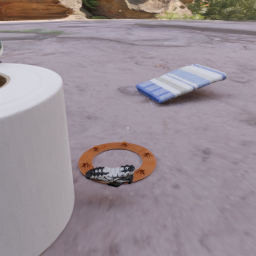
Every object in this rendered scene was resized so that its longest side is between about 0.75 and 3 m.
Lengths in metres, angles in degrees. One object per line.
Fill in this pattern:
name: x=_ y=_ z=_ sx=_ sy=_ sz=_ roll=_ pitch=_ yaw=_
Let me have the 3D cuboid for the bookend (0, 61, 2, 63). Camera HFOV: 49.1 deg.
bookend: x=-4.303 y=-1.110 z=7.477 sx=0.747 sy=1.612 sz=1.622 roll=45 pitch=23 yaw=-10

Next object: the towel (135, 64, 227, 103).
towel: x=1.774 y=-1.552 z=9.599 sx=2.625 sy=0.313 sz=1.928 roll=-22 pitch=29 yaw=-16

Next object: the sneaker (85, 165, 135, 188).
sneaker: x=-0.275 y=0.799 z=4.427 sx=0.797 sy=0.361 sz=0.265 roll=-5 pitch=25 yaw=0

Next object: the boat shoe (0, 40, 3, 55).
boat shoe: x=-2.424 y=-1.378 z=4.353 sx=0.726 sy=0.616 sz=1.995 roll=-1 pitch=36 yaw=-12

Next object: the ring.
ring: x=-0.215 y=0.630 z=5.703 sx=1.583 sy=0.152 sz=1.583 roll=0 pitch=26 yaw=0

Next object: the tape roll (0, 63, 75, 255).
tape roll: x=-2.324 y=0.375 z=3.982 sx=2.987 sy=2.051 sz=2.987 roll=0 pitch=25 yaw=0
